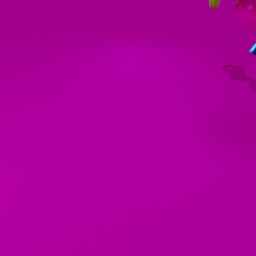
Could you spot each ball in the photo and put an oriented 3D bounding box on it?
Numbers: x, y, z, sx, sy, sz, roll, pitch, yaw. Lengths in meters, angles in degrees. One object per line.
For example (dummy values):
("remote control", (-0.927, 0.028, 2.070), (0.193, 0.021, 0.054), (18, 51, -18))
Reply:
("ball", (3.685, -3.408, 7.925), (1.252, 1.252, 1.252), (0, 43, 0))

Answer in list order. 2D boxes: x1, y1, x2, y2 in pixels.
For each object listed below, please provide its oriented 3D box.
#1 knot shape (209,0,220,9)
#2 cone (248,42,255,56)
("knot shape", (2.561, -4.320, 8.177), (0.668, 1.445, 1.353), (-24, 12, -4))
("cone", (3.196, -2.054, 5.732), (1.129, 1.133, 1.129), (4, 27, -2))
